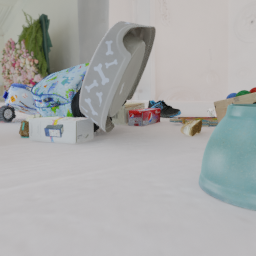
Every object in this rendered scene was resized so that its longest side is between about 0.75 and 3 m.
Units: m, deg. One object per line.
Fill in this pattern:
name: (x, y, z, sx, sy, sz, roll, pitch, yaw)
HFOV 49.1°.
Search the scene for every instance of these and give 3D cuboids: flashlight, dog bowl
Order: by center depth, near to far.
dog bowl: (-0.261, -1.282, 6.873, 0.813, 2.774, 2.774, 25, 10, 6)
flashlight: (-5.715, -0.650, 11.919, 2.107, 0.716, 0.713, 7, 22, 31)

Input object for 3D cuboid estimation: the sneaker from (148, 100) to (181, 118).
sneaker: (1.760, -0.989, 14.254, 0.773, 0.865, 2.111, -6, 10, -44)

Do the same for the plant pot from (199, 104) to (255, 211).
plant pot: (1.702, 0.233, 3.451, 1.599, 1.071, 1.599, -1, 7, 0)

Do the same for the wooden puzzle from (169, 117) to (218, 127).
wooden puzzle: (3.050, -0.261, 10.979, 2.948, 0.207, 1.748, 0, 7, -5)

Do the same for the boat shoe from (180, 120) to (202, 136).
boat shoe: (1.876, -0.035, 8.237, 0.404, 0.431, 1.169, 11, 12, 29)

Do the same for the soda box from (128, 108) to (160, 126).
soda box: (0.686, -0.456, 11.042, 0.645, 0.584, 1.843, 3, 8, 26)

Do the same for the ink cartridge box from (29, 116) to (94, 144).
ink cartridge box: (-1.664, 0.024, 7.131, 1.344, 0.588, 0.976, 5, 8, 18)

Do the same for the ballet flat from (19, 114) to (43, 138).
ballet flat: (-2.720, -0.106, 8.211, 0.542, 0.578, 1.599, 0, 7, 7)

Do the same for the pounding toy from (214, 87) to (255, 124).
pounding toy: (3.778, -0.645, 8.490, 2.128, 1.108, 2.422, -13, 2, -3)

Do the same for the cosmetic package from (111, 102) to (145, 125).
cosmetic package: (-0.176, -0.634, 11.637, 1.139, 0.804, 2.200, 3, 8, 22)

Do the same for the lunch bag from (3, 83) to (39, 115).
lunch bag: (-4.155, -1.149, 12.165, 2.377, 1.121, 2.966, 16, -8, -25)

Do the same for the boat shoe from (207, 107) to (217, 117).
boat shoe: (4.019, -0.667, 13.129, 0.558, 0.570, 1.610, -10, 6, 9)

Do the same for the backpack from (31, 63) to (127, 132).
backpack: (-1.758, -0.971, 9.114, 2.924, 2.248, 2.386, -17, 32, 53)
